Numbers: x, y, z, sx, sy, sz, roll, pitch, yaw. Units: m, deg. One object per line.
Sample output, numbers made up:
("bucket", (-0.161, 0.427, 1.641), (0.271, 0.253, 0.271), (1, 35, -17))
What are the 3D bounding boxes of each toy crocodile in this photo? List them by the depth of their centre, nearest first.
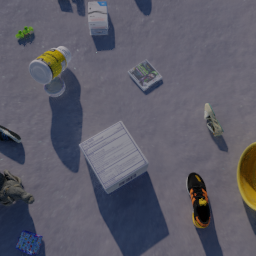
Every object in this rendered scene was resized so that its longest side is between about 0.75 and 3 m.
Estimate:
("toy crocodile", (-4.683, -4.312, 12.646), (0.865, 0.267, 0.292), (-38, 74, -8))

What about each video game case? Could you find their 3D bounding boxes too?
("video game case", (0.724, -2.270, 11.919), (1.015, 0.130, 1.117), (-35, 73, -13))

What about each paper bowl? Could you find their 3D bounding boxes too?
("paper bowl", (-3.003, -1.671, 11.527), (0.837, 0.435, 0.837), (0, 69, 0))

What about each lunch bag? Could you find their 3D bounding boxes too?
("lunch bag", (-3.416, 3.868, 9.511), (0.808, 0.380, 0.608), (13, 72, 15))

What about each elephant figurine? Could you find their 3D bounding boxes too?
("elephant figurine", (-4.284, 2.113, 9.702), (2.049, 1.590, 1.450), (31, 108, -15))

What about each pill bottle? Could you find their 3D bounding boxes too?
("pill bottle", (-3.049, -2.599, 11.272), (0.997, 0.997, 1.792), (22, 43, 8))

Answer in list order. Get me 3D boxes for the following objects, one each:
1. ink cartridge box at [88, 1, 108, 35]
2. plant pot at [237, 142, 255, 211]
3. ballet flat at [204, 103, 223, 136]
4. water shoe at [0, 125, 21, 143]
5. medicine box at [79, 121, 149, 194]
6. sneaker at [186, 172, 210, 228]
("ink cartridge box", (-1.358, -4.999, 12.749), (0.866, 0.506, 1.492), (-3, 69, -1))
("plant pot", (5.302, 1.662, 9.443), (2.181, 2.319, 2.319), (5, 68, -16))
("ballet flat", (3.262, -0.335, 11.020), (0.440, 0.476, 1.410), (-22, 70, 0))
("water shoe", (-4.688, 0.330, 10.855), (1.217, 0.435, 0.480), (30, 99, 10))
("medicine box", (-0.504, 1.060, 10.187), (1.775, 1.003, 1.948), (-30, 71, -11))
("sneaker", (2.520, 2.451, 9.733), (0.680, 0.875, 1.945), (-4, 69, -1))
